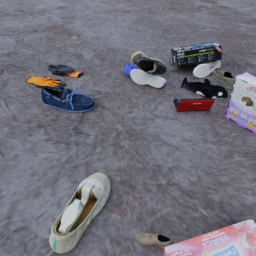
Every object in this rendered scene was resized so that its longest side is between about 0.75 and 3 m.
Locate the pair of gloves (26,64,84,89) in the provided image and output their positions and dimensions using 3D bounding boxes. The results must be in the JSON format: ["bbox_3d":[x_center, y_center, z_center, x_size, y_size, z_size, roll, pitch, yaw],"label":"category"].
[{"bbox_3d":[-3.702,-2.663,14.316,2.130,0.296,2.390,18,41,21],"label":"pair of gloves"}]

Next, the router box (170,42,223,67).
[{"bbox_3d":[3.573,-3.947,14.907,2.429,0.755,1.820,-8,21,4],"label":"router box"}]

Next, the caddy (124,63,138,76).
[{"bbox_3d":[0.144,-2.955,14.542,0.654,0.486,0.926,12,33,-22],"label":"caddy"}]

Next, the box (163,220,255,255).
[{"bbox_3d":[2.023,3.100,6.303,2.305,1.183,1.091,-11,40,-15],"label":"box"}]

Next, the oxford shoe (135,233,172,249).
[{"bbox_3d":[0.660,2.849,7.275,0.968,0.362,0.341,6,39,8],"label":"oxford shoe"}]

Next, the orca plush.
[{"bbox_3d":[3.600,-2.053,13.123,1.181,0.798,2.244,-31,48,-33],"label":"orca plush"}]

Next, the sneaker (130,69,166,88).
[{"bbox_3d":[1.012,-2.470,13.890,1.821,0.685,0.806,23,30,17],"label":"sneaker"}]

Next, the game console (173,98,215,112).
[{"bbox_3d":[2.790,-1.196,12.038,1.467,1.265,0.871,-3,65,-3],"label":"game console"}]

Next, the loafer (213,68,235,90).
[{"bbox_3d":[4.883,-2.591,13.937,0.685,0.634,1.820,-13,40,-15],"label":"loafer"}]

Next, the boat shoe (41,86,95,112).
[{"bbox_3d":[-2.669,-1.270,12.090,2.473,0.849,1.041,6,39,7],"label":"boat shoe"}]

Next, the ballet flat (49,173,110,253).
[{"bbox_3d":[-1.207,2.104,7.799,0.949,0.877,2.813,15,40,12],"label":"ballet flat"}]

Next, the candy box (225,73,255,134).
[{"bbox_3d":[4.786,-0.944,10.833,0.678,1.895,1.589,-24,45,-28],"label":"candy box"}]

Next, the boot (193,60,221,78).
[{"bbox_3d":[3.935,-3.156,14.766,1.910,0.695,0.863,-23,28,-27],"label":"boot"}]

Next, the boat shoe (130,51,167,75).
[{"bbox_3d":[1.042,-2.833,13.014,2.261,0.828,0.733,10,41,-41],"label":"boat shoe"}]
